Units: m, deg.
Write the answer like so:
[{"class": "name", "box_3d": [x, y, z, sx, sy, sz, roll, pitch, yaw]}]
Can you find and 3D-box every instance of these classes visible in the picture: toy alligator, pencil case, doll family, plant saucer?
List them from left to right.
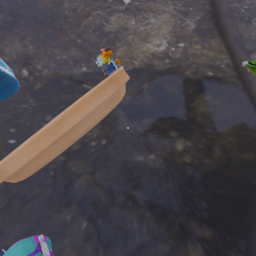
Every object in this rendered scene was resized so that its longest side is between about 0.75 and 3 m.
[{"class": "pencil case", "box_3d": [-0.685, 1.666, 2.668, 1.597, 0.680, 0.738, 19, 88, 43]}, {"class": "plant saucer", "box_3d": [-0.654, -0.003, 2.930, 1.706, 1.706, 0.275, -44, 102, -31]}, {"class": "doll family", "box_3d": [-0.411, -1.462, 6.345, 0.769, 0.477, 0.346, 53, 29, -6]}, {"class": "toy alligator", "box_3d": [2.523, -1.261, 5.615, 0.815, 0.270, 0.196, 11, 65, -40]}]

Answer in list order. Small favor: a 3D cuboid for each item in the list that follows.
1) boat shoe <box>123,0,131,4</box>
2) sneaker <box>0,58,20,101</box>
[{"class": "boat shoe", "box_3d": [-0.234, -3.416, 6.106, 0.457, 1.434, 0.507, -34, 51, 12]}, {"class": "sneaker", "box_3d": [-2.511, -1.099, 4.263, 1.018, 2.661, 1.075, -28, 77, -10]}]
